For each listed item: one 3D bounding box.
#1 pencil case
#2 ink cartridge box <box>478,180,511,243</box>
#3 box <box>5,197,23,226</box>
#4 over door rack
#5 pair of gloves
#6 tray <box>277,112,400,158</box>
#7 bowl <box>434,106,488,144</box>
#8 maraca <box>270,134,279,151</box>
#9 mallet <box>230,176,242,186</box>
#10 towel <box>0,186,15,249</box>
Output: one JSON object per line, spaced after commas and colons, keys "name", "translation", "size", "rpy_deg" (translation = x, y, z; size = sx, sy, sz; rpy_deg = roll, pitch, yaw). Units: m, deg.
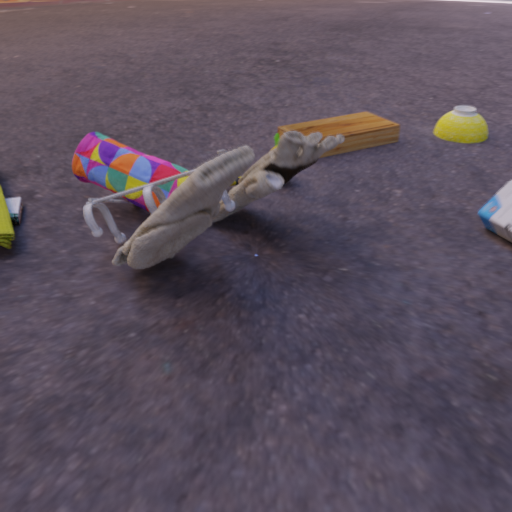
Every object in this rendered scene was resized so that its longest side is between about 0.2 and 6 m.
{"name": "pencil case", "translation": [-2.077, -1.360, 9.967], "size": [2.410, 1.065, 1.065], "rpy_deg": [26, 37, 15]}
{"name": "ink cartridge box", "translation": [4.530, -0.566, 9.165], "size": [0.862, 0.497, 1.489], "rpy_deg": [-43, 39, 1]}
{"name": "box", "translation": [-4.883, -0.749, 10.127], "size": [1.186, 0.215, 0.856], "rpy_deg": [-9, 31, -14]}
{"name": "over door rack", "translation": [-1.426, -0.983, 9.418], "size": [2.086, 0.941, 2.824], "rpy_deg": [-15, 14, 6]}
{"name": "pair of gloves", "translation": [-0.427, -0.830, 8.434], "size": [2.904, 0.599, 3.415], "rpy_deg": [-35, -2, 43]}
{"name": "tray", "translation": [2.011, -2.978, 13.655], "size": [2.696, 0.499, 1.330], "rpy_deg": [-16, 34, -24]}
{"name": "bowl", "translation": [5.202, -3.373, 14.115], "size": [1.304, 0.701, 1.304], "rpy_deg": [0, 31, 0]}
{"name": "maraca", "translation": [0.474, -1.960, 11.307], "size": [0.542, 1.013, 0.695], "rpy_deg": [-13, 41, -8]}
{"name": "mallet", "translation": [-0.600, -1.504, 11.303], "size": [2.278, 0.469, 0.750], "rpy_deg": [-21, 32, -39]}
{"name": "towel", "translation": [-5.540, -1.121, 10.024], "size": [1.800, 0.378, 4.182], "rpy_deg": [-3, 28, -30]}
